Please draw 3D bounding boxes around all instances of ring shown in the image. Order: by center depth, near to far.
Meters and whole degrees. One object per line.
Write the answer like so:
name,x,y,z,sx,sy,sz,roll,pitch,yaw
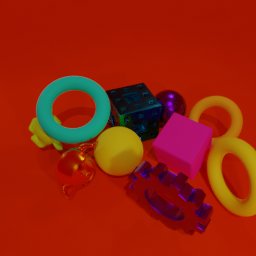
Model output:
ring,2.379,1.076,6.266,0.354,1.772,1.772,-9,42,-20
ring,-1.423,-0.512,7.350,1.917,0.383,1.917,2,68,-4
ring,2.478,-0.170,8.059,1.539,1.539,0.308,30,7,29

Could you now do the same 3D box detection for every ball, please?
ball,-0.239,0.593,7.180,1.255,1.255,1.255,0,42,0
ball,1.235,-0.619,8.630,1.126,1.126,1.126,0,42,0

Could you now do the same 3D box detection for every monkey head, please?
monkey head,-2.177,0.042,7.876,0.874,1.044,1.451,-24,75,23

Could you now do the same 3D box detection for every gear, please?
gear,0.796,1.418,5.609,1.759,1.759,0.325,26,55,26

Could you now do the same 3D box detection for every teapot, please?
teapot,-1.197,0.957,6.787,0.786,0.998,1.605,23,89,36

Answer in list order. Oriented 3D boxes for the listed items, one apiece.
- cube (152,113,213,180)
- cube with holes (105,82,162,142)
cube,1.422,0.476,7.207,1.084,1.084,1.084,27,69,27
cube with holes,0.127,-0.400,8.298,1.228,1.228,1.228,-14,44,-16
